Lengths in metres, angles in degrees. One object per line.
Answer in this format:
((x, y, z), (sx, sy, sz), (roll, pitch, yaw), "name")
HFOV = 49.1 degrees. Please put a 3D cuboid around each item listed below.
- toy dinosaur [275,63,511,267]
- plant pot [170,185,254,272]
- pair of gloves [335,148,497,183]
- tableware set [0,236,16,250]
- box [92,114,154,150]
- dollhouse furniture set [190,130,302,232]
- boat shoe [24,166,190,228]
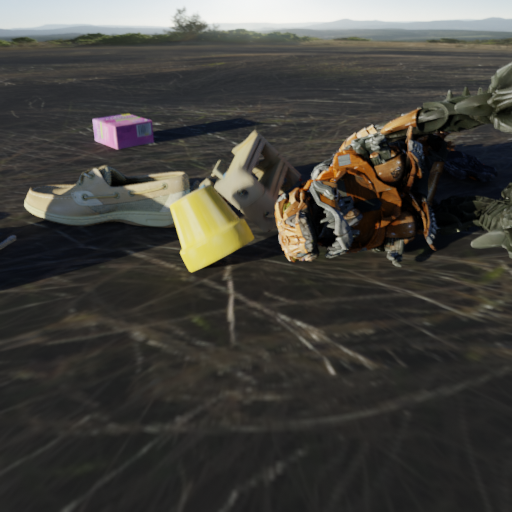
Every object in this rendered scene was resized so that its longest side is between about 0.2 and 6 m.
((2.322, -1.395, 8.756), (3.601, 2.710, 5.305), (-3, 41, 34), "toy dinosaur")
((-0.681, -0.417, 7.697), (1.007, 0.948, 1.007), (-28, 4, 2), "plant pot")
((3.427, -2.017, 12.296), (3.192, 0.395, 2.844), (0, 23, -7), "pair of gloves")
((-5.211, -0.165, 8.227), (2.785, 0.427, 1.876), (4, 25, 7), "tableware set")
((-3.501, -3.292, 14.757), (1.093, 0.601, 1.242), (-20, 31, -36), "box")
((-0.272, -0.942, 9.184), (1.627, 1.140, 1.147), (-33, 25, 37), "dollhouse furniture set")
((-2.550, -1.099, 9.591), (2.950, 0.958, 1.064), (4, 25, 9), "boat shoe")
